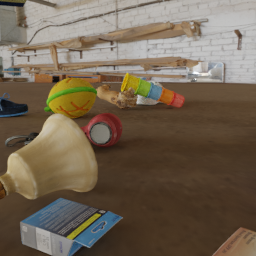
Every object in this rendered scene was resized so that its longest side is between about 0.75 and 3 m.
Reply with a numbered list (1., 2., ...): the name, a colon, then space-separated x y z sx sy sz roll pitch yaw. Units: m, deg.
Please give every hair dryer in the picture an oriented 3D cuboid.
1. hair dryer: -1.136 0.022 6.440 2.791 0.758 2.126 -9 13 -43

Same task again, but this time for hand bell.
1. hand bell: -1.539 0.708 3.119 1.149 1.149 2.208 11 27 43

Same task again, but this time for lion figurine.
1. lion figurine: -0.656 -1.488 13.056 2.796 1.013 1.712 11 13 32

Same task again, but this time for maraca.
1. maraca: -2.142 -1.005 10.345 1.787 1.394 2.606 -6 -11 -30

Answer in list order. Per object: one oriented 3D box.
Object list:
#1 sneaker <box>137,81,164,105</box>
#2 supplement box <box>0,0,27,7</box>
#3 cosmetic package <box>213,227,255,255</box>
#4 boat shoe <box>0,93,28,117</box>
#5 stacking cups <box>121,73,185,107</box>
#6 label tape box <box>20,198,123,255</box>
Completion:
1. sneaker: 1.604 -1.888 14.892 1.054 1.200 2.996 7 12 38
2. supplement box: -2.541 -3.239 5.421 1.388 0.932 1.389 -34 -5 39
3. cosmetic package: 1.102 1.109 1.630 1.161 0.507 0.600 10 15 41
4. boat shoe: -5.085 -0.868 10.583 2.479 0.851 1.043 -1 11 -7
5. stacking cups: 1.194 -1.628 12.824 2.930 0.886 0.886 18 8 -11
6. label tape box: -0.546 1.005 2.780 0.823 0.272 0.590 8 15 27
